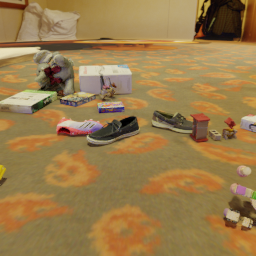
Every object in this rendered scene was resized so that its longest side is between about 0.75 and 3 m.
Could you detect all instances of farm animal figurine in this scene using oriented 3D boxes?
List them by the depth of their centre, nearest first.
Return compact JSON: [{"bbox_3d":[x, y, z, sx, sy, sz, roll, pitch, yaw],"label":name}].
[{"bbox_3d":[-0.993,-1.887,14.684,0.553,0.888,1.100,48,38,9],"label":"farm animal figurine"}]

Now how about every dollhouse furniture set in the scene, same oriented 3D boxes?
[{"bbox_3d":[3.102,-0.059,10.143,1.615,0.869,0.657,-5,23,-10],"label":"dollhouse furniture set"}]

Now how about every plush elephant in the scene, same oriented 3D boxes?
[{"bbox_3d":[-4.181,-3.039,15.420,2.177,2.316,2.812,-11,32,2],"label":"plush elephant"}]

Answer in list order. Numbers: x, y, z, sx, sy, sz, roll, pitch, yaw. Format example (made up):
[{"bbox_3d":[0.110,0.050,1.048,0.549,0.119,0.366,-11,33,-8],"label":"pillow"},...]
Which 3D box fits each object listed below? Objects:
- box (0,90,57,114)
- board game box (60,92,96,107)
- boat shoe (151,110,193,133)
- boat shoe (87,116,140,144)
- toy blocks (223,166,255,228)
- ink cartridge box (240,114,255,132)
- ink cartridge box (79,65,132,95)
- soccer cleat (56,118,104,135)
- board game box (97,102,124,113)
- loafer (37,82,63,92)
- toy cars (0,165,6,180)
[{"bbox_3d":[-4.869,-1.338,13.813,1.794,0.452,2.486,6,24,13],"label":"box"},{"bbox_3d":[-2.555,-1.496,14.384,1.068,0.273,1.576,13,25,29],"label":"board game box"},{"bbox_3d":[1.861,-0.276,10.931,1.997,0.656,0.714,11,25,25],"label":"boat shoe"},{"bbox_3d":[-0.510,0.043,10.153,2.193,0.683,0.818,-16,29,-31],"label":"boat shoe"},{"bbox_3d":[2.886,1.608,6.370,1.185,1.268,1.068,19,-6,14],"label":"toy blocks"},{"bbox_3d":[5.036,-0.146,10.913,0.755,0.438,1.022,-19,27,-38],"label":"ink cartridge box"},{"bbox_3d":[-1.337,-2.817,16.205,2.890,1.217,2.089,-3,27,-7],"label":"ink cartridge box"},{"bbox_3d":[-1.795,0.037,10.470,1.780,0.594,0.680,8,50,8],"label":"soccer cleat"},{"bbox_3d":[-0.812,-0.969,13.123,1.177,0.264,0.791,-4,23,-10],"label":"board game box"},{"bbox_3d":[-4.464,-2.336,15.898,0.729,0.638,2.028,8,23,27],"label":"loafer"},{"bbox_3d":[-4.307,0.967,7.789,2.211,0.490,0.991,22,43,37],"label":"toy cars"}]
